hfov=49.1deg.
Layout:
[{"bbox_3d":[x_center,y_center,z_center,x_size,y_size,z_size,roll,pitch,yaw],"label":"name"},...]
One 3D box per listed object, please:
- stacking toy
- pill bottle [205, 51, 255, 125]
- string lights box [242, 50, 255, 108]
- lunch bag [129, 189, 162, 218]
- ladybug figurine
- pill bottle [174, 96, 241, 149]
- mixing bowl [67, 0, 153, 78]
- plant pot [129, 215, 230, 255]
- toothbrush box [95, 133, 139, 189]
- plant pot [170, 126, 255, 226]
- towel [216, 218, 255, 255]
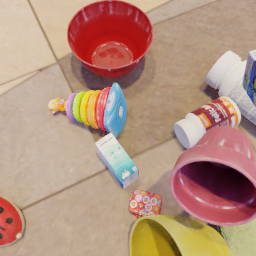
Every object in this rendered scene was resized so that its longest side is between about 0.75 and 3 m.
[{"bbox_3d":[-1.416,-0.660,8.898,2.549,1.399,1.479,7,70,16],"label":"stacking toy"},{"bbox_3d":[3.852,-1.187,8.849,2.593,1.470,1.470,42,73,16],"label":"pill bottle"},{"bbox_3d":[2.977,-0.510,5.380,0.607,1.058,2.059,-16,55,3],"label":"string lights box"},{"bbox_3d":[0.488,2.228,8.026,0.911,0.373,0.803,14,68,6],"label":"lunch bag"},{"bbox_3d":[-3.749,2.521,7.736,1.889,0.679,1.282,22,69,9],"label":"ladybug figurine"},{"bbox_3d":[2.419,-0.156,8.653,1.828,1.043,1.043,-27,70,-12],"label":"pill bottle"},{"bbox_3d":[-0.555,-2.761,9.509,2.762,1.496,2.762,0,67,1],"label":"mixing bowl"},{"bbox_3d":[1.393,3.219,6.765,1.755,2.472,2.472,-3,65,-30],"label":"plant pot"},{"bbox_3d":[-0.318,0.980,8.202,0.595,1.021,1.395,-35,70,-13],"label":"toothbrush box"},{"bbox_3d":[1.675,0.734,5.077,1.532,1.532,1.371,26,42,10],"label":"plant pot"},{"bbox_3d":[3.228,2.360,7.673,2.062,0.507,2.780,-2,69,-20],"label":"towel"}]
